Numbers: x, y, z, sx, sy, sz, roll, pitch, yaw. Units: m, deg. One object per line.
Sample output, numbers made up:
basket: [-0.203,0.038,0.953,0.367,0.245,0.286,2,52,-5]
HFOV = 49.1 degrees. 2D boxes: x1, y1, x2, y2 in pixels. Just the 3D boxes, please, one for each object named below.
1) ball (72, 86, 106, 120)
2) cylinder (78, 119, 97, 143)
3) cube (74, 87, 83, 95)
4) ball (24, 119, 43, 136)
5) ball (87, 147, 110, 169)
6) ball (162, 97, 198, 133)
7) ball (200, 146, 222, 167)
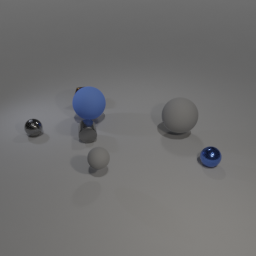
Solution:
ball: [-1.647,-1.055,11.885,1.400,1.400,1.400,0,30,0]
cylinder: [-1.577,0.120,10.891,0.700,0.700,0.700,-5,30,-9]
cube: [-2.089,-1.491,13.371,0.700,0.700,0.700,32,24,18]
ball: [-3.759,-0.024,11.144,0.700,0.700,0.700,0,30,0]
ball: [-0.914,0.934,8.703,0.700,0.700,0.700,0,30,0]
ball: [2.012,-0.491,10.862,1.400,1.400,1.400,0,30,0]
ball: [2.789,0.965,9.439,0.700,0.700,0.700,0,30,0]
